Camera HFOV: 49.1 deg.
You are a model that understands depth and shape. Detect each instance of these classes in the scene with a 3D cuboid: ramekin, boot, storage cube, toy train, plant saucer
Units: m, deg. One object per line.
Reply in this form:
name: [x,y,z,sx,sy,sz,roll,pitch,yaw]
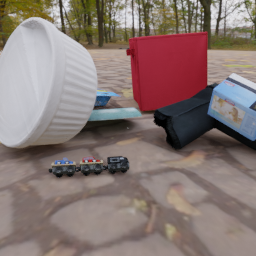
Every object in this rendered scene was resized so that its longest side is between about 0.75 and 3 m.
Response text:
ramekin: [-1.896,-0.897,6.401,1.326,2.847,2.847,10,7,-45]
boot: [1.902,0.043,6.486,1.942,0.883,2.311,-28,54,-15]
storage cube: [1.304,-2.040,9.875,2.629,2.363,2.247,-6,17,-4]
toy train: [-0.716,0.694,5.257,1.497,0.255,0.343,-3,52,-9]
plant saucer: [-0.639,-0.382,7.770,2.049,0.281,2.049,-4,5,0]

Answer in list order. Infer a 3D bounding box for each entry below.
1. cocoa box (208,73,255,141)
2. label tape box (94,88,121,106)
cocoa box: [2.359,-0.446,5.752,0.749,0.761,1.141,-37,56,-25]
label tape box: [-1.398,-1.109,9.783,1.904,0.629,1.364,22,17,30]
